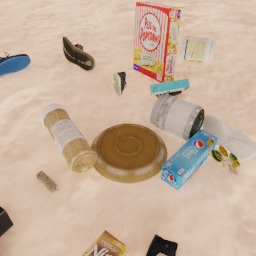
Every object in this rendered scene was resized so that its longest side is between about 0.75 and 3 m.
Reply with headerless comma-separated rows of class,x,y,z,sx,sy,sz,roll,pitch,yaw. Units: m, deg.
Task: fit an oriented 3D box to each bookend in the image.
bookend,-3.464,2.686,6.661,1.893,0.872,1.881,27,49,25

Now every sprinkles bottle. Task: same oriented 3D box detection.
sprinkles bottle,-2.007,0.260,9.200,0.924,0.924,2.708,-23,48,-23

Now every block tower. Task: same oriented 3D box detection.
block tower,-2.405,1.593,8.303,0.854,0.231,0.247,31,52,30

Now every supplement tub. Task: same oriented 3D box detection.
supplement tub,3.352,-3.789,13.436,1.491,1.081,1.081,10,44,11

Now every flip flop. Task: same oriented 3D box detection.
flip flop,-2.301,-3.544,13.283,2.517,1.021,0.725,36,49,28

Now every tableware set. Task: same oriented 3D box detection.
tableware set,2.955,0.807,8.618,1.398,0.215,0.942,33,38,-19

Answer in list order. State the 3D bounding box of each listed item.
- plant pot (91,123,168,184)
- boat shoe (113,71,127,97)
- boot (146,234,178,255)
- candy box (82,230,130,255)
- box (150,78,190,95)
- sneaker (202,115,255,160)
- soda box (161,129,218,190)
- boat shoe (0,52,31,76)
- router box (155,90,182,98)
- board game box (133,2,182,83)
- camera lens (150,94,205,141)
plant pot,0.013,0.663,9.218,2.592,0.356,2.592,0,43,0
boat shoe,-0.202,-1.285,8.094,0.354,1.069,0.399,-32,66,-15
boot,0.825,2.986,6.758,0.639,0.291,0.761,16,39,22
candy box,-0.681,3.171,6.489,0.803,0.385,1.390,28,50,28
box,1.424,-1.409,9.636,1.289,0.317,0.530,-10,-1,-1
sneaker,3.466,0.303,9.430,0.971,0.826,2.195,-4,35,-35
soda box,1.924,0.926,8.663,0.665,0.703,2.073,33,52,30
boat shoe,-5.611,-2.953,12.629,2.297,0.966,0.788,-23,56,-26
router box,1.599,-1.604,11.695,1.066,0.272,0.795,-20,47,-20
board game box,1.112,-3.542,11.498,0.661,2.855,2.163,-16,33,-29
camera lens,1.730,-0.369,9.639,1.581,1.265,1.265,25,48,25
